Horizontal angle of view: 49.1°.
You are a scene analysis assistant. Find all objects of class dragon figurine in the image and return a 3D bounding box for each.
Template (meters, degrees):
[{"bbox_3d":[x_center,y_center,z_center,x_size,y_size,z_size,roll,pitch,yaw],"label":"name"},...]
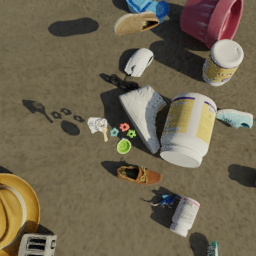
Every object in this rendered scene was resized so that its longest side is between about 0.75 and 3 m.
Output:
[{"bbox_3d":[1.359,2.607,10.163,1.071,0.315,0.533,4,69,1],"label":"dragon figurine"}]

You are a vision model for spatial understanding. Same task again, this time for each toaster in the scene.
[{"bbox_3d":[-3.042,4.068,9.294,1.222,0.725,1.105,7,69,-4],"label":"toaster"}]

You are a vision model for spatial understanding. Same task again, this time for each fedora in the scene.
[{"bbox_3d":[-4.387,2.979,9.243,3.003,1.225,3.003,3,76,-13],"label":"fedora"}]

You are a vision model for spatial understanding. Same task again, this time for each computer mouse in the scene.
[{"bbox_3d":[0.295,-2.685,12.138,1.286,0.515,2.346,28,71,11],"label":"computer mouse"}]

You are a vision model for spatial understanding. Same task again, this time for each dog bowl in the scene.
[{"bbox_3d":[0.918,-5.746,13.333,2.193,0.544,1.222,36,73,12],"label":"dog bowl"}]

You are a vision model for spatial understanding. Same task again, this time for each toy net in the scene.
[{"bbox_3d":[-0.506,0.103,9.159,1.725,0.333,0.905,35,93,-28],"label":"toy net"}]

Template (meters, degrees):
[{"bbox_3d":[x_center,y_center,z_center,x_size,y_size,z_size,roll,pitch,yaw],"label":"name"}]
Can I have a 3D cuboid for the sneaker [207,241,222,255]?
[{"bbox_3d":[3.076,4.551,9.352,0.672,0.571,1.472,5,73,-13],"label":"sneaker"}]

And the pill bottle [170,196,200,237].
[{"bbox_3d":[1.964,3.082,9.773,0.696,0.696,1.227,25,71,10],"label":"pill bottle"}]

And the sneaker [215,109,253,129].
[{"bbox_3d":[4.215,-0.322,11.173,1.574,0.582,0.645,7,64,3],"label":"sneaker"}]

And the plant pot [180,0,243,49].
[{"bbox_3d":[3.516,-4.724,12.165,2.059,2.300,2.300,28,70,26],"label":"plant pot"}]

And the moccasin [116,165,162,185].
[{"bbox_3d":[0.413,1.706,10.335,1.681,0.649,0.615,14,69,5],"label":"moccasin"}]

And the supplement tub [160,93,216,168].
[{"bbox_3d":[2.207,0.086,10.390,1.733,1.733,2.384,17,69,7],"label":"supplement tub"}]

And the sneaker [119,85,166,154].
[{"bbox_3d":[0.927,-0.489,11.007,1.604,1.022,2.775,-26,69,-6],"label":"sneaker"}]

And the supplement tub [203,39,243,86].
[{"bbox_3d":[3.797,-2.603,11.447,1.259,1.732,1.259,0,69,0],"label":"supplement tub"}]

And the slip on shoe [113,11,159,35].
[{"bbox_3d":[0.331,-3.899,10.601,1.903,0.723,0.576,-25,62,-27],"label":"slip on shoe"}]
